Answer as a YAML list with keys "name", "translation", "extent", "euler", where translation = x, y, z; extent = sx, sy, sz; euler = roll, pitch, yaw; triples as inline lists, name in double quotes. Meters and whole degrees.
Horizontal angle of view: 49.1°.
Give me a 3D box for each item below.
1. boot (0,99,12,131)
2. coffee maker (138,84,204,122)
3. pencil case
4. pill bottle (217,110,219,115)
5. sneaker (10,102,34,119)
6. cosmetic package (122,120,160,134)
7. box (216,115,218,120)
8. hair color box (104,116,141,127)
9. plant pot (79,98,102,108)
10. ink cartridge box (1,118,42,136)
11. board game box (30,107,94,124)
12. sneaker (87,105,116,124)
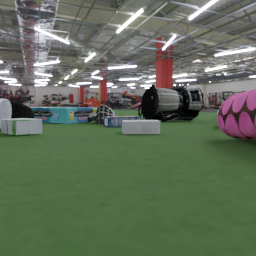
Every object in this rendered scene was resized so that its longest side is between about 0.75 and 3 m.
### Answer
- name: "boot"
  translation: [-3.966, -0.347, 7.243]
  extent: [1.228, 0.945, 2.569]
  euler: [6, 5, -6]
- name: "coffee maker"
  translation: [1.940, -1.134, 13.017]
  extent: [2.395, 1.613, 2.300]
  euler: [-1, 4, -18]
- name: "pencil case"
  translation: [2.492, -0.200, 4.845]
  extent: [1.168, 1.132, 2.494]
  euler: [-5, 3, -1]
- name: "pill bottle"
  translation: [4.990, -0.684, 13.977]
  extent: [0.967, 0.544, 0.544]
  euler: [0, 5, 2]
- name: "sneaker"
  translation: [-4.920, -0.569, 11.222]
  extent: [2.212, 0.838, 0.968]
  euler: [-2, 0, -20]
- name: "cosmetic package"
  translation: [0.325, -0.025, 7.164]
  extent: [0.946, 0.337, 0.480]
  euler: [0, 5, -1]
- name: "box"
  translation: [3.508, -0.490, 9.407]
  extent: [0.607, 0.742, 1.562]
  euler: [36, 17, 19]
- name: "hair color box"
  translation: [-0.190, -0.224, 9.526]
  extent: [1.164, 0.352, 0.582]
  euler: [-2, 5, -23]
- name: "plant pot"
  translation: [-1.906, -0.863, 13.769]
  extent: [1.089, 1.089, 1.059]
  euler: [1, 13, 12]
- name: "ink cartridge box"
  translation: [-2.686, -0.042, 7.048]
  extent: [0.928, 0.391, 0.678]
  euler: [5, 7, 45]
- name: "board game box"
  translation: [-2.998, -0.603, 12.319]
  extent: [2.768, 0.650, 2.090]
  euler: [3, 5, 29]
- name: "sneaker"
  translation: [-0.921, -0.494, 10.982]
  extent: [0.751, 0.731, 1.886]
  euler: [7, 0, -31]
